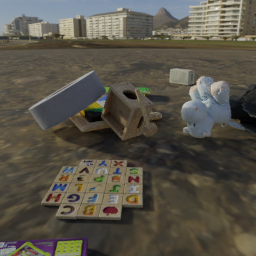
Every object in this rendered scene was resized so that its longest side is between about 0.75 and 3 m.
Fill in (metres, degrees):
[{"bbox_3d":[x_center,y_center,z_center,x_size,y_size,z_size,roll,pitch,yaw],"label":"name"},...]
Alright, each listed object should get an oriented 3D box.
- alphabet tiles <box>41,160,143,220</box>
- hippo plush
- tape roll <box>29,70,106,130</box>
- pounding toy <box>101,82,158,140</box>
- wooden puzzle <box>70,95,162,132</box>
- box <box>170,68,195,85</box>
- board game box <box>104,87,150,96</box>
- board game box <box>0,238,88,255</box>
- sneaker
[{"bbox_3d":[-0.556,1.033,5.149,1.659,0.063,1.993,1,19,3],"label":"alphabet tiles"},{"bbox_3d":[2.007,-0.379,7.680,1.409,1.752,1.395,-37,25,-21],"label":"hippo plush"},{"bbox_3d":[-1.667,-0.794,7.833,2.094,0.692,2.094,-27,16,8],"label":"tape roll"},{"bbox_3d":[0.250,-0.429,7.135,0.786,1.510,1.719,-16,50,-39],"label":"pounding toy"},{"bbox_3d":[-0.701,-0.654,9.308,2.640,0.531,2.854,-11,22,-27],"label":"wooden puzzle"},{"bbox_3d":[2.912,-2.770,15.074,1.180,0.755,0.643,17,25,40],"label":"box"},{"bbox_3d":[-0.223,-1.544,12.206,2.359,0.354,1.127,-1,20,4],"label":"board game box"},{"bbox_3d":[-1.097,1.623,3.312,1.198,0.193,0.719,-1,15,-3],"label":"board game box"},{"bbox_3d":[3.898,-0.576,8.140,1.538,0.886,2.949,21,31,41],"label":"sneaker"}]
